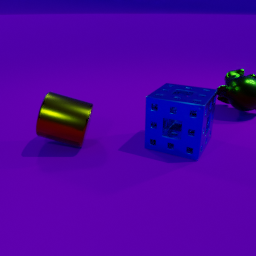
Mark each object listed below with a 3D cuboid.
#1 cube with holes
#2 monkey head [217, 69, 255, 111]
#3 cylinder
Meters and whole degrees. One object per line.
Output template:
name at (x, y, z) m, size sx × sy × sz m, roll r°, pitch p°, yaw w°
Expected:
cube with holes at (1.177, -0.202, 6.228) m, size 1.212 × 1.212 × 1.212 m, roll 12°, pitch 27°, yaw 25°
monkey head at (3.215, -0.916, 8.104) m, size 1.957 × 1.408 × 1.179 m, roll 19°, pitch 51°, yaw -15°
cylinder at (-1.364, -0.182, 6.147) m, size 1.007 × 1.007 × 1.007 m, roll 16°, pitch 24°, yaw -6°
